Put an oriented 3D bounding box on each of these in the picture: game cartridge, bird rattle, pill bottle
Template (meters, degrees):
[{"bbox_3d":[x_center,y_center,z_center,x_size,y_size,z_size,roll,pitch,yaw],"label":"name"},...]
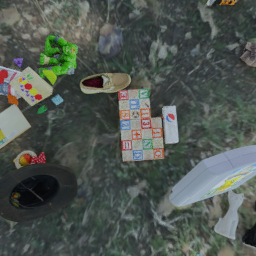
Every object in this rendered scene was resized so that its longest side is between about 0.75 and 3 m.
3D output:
[{"bbox_3d":[2.723,1.242,7.688,2.972,1.982,0.601,-6,51,-34],"label":"game cartridge"},{"bbox_3d":[-3.596,1.229,10.125,1.228,0.692,1.001,-44,70,-8],"label":"bird rattle"},{"bbox_3d":[-4.708,-1.770,10.288,1.677,1.003,1.003,17,83,3],"label":"pill bottle"}]

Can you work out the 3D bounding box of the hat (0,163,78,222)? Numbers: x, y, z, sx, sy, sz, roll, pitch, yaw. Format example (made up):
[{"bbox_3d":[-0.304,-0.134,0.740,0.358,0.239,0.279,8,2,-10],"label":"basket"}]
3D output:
[{"bbox_3d":[-3.188,1.918,9.611,2.858,2.858,1.153,-24,40,-3],"label":"hat"}]

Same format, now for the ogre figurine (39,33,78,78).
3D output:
[{"bbox_3d":[-2.524,-2.658,10.405,1.228,2.047,1.005,7,127,-9],"label":"ogre figurine"}]

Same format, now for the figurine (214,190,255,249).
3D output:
[{"bbox_3d":[4.118,3.185,9.888,1.708,0.735,1.666,22,75,3],"label":"figurine"}]

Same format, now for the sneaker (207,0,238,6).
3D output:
[{"bbox_3d":[3.937,-5.111,10.893,1.765,0.691,0.681,-23,94,-1],"label":"sneaker"}]

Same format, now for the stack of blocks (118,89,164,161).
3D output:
[{"bbox_3d":[0.456,-0.100,10.196,1.465,0.745,2.543,-4,82,-1],"label":"stack of blocks"}]

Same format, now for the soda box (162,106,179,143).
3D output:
[{"bbox_3d":[1.561,-0.121,10.366,0.461,0.431,1.352,-4,82,-1],"label":"soda box"}]

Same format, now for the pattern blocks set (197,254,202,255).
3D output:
[{"bbox_3d":[2.679,5.086,9.879,1.024,0.094,1.165,16,83,2],"label":"pattern blocks set"}]

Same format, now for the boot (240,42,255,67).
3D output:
[{"bbox_3d":[5.064,-2.998,10.713,1.116,0.536,1.526,30,75,13],"label":"boot"}]

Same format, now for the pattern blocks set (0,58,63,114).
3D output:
[{"bbox_3d":[-3.419,-1.451,9.866,1.961,2.231,0.181,-22,41,4],"label":"pattern blocks set"}]

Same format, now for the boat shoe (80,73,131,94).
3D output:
[{"bbox_3d":[-0.847,-1.695,10.454,1.929,0.640,0.714,-13,83,-2],"label":"boat shoe"}]

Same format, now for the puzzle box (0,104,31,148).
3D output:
[{"bbox_3d":[-4.591,-0.019,10.465,1.602,0.204,1.066,-36,85,-4],"label":"puzzle box"}]
